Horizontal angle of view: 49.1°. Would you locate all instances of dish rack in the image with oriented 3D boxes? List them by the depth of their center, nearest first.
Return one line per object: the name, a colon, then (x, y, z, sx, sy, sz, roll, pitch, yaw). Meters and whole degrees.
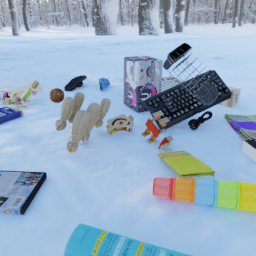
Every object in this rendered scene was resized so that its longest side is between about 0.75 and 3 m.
dish rack: (1.854, -1.467, 7.758, 1.771, 0.483, 1.358, 44, 45, 3)
dish rack: (1.771, -1.880, 13.539, 2.333, 0.592, 2.718, -6, 24, -17)

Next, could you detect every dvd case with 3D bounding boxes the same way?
dvd case: (-3.036, 1.388, 6.307, 2.017, 0.177, 1.439, 1, 22, 4)

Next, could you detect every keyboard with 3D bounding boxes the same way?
keyboard: (2.213, -0.850, 9.737, 2.931, 1.760, 0.376, -25, -15, -10)

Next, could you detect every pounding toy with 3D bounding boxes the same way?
pounding toy: (-0.201, -0.013, 9.499, 1.132, 0.650, 0.647, -23, 58, -25)

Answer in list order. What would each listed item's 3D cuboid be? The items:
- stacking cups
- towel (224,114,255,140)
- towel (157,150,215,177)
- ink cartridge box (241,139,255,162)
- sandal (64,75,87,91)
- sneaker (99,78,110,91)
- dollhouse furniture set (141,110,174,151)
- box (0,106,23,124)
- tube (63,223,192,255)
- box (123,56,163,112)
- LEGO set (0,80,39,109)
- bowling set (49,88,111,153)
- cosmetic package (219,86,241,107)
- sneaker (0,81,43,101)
stacking cups: (1.632, 1.339, 5.941, 2.178, 0.659, 0.659, 4, 23, 17)
towel: (4.513, -0.009, 9.473, 1.834, 0.291, 2.553, -1, 23, 0)
towel: (1.365, 0.879, 6.964, 0.821, 0.172, 1.907, -5, 10, -9)
ink cartridge box: (4.084, 0.928, 7.138, 1.141, 0.447, 2.409, -4, 26, -11)
sandal: (-2.797, -2.331, 14.949, 0.675, 0.430, 1.796, 11, 38, 22)
sneaker: (-1.226, -2.347, 14.735, 0.599, 0.504, 1.529, -4, 22, -3)
dollhouse furniture set: (0.859, 0.150, 8.372, 0.509, 0.989, 0.978, -21, 63, -37)
box: (-4.939, -0.395, 10.432, 1.033, 0.276, 1.705, 14, 28, 30)
tube: (0.427, 2.127, 4.075, 2.759, 0.695, 1.068, 11, 35, 15)
box: (0.577, -1.843, 11.559, 1.169, 2.038, 1.347, -11, 25, -25)
LEGO set: (-4.370, -1.302, 11.815, 0.746, 0.922, 2.004, 22, 36, 27)
bowling set: (-1.676, -0.391, 8.609, 1.670, 1.288, 2.399, 27, 21, 10)
cosmetic package: (4.106, -1.480, 12.381, 0.641, 0.759, 1.468, -19, 28, -38)
sneaker: (-4.901, -1.507, 12.590, 2.113, 0.823, 1.050, -12, 31, -4)
